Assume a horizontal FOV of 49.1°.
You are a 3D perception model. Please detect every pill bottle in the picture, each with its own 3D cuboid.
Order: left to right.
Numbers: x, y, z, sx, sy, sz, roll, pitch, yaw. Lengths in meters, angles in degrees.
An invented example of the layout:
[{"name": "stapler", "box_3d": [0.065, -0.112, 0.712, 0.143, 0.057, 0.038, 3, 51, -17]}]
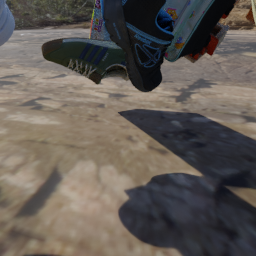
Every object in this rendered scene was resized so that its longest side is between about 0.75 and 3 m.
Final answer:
[{"name": "pill bottle", "box_3d": [-2.814, -2.403, 4.198, 1.476, 1.476, 2.714, 2, -20, 4]}]

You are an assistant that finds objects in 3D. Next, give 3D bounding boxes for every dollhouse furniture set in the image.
[{"name": "dollhouse furniture set", "box_3d": [2.146, -3.050, 6.846, 2.732, 2.703, 1.408, 40, 62, 18]}]

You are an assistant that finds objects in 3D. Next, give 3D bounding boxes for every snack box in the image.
[{"name": "snack box", "box_3d": [-0.599, -3.838, 9.000, 0.933, 2.326, 2.758, 12, 63, -9]}]

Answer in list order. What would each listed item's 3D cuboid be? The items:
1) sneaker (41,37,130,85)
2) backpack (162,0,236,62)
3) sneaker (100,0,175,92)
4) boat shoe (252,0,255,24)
[{"name": "sneaker", "box_3d": [-0.771, -1.361, 5.958, 1.966, 0.883, 0.659, -6, -13, -25]}, {"name": "backpack", "box_3d": [0.685, -2.689, 5.596, 1.759, 2.017, 2.294, -23, 66, -35]}, {"name": "sneaker", "box_3d": [0.364, -1.329, 4.649, 0.948, 0.847, 2.314, -12, -23, 13]}, {"name": "boat shoe", "box_3d": [1.393, -1.309, 2.185, 0.794, 2.202, 0.715, -18, -3, 13]}]
